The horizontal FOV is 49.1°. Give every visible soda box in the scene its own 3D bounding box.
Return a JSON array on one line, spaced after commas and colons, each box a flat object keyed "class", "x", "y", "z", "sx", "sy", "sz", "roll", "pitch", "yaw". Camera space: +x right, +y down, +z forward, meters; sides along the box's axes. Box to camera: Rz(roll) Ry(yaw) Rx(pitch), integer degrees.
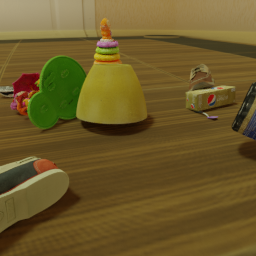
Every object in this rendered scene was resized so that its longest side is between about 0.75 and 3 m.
[{"class": "soda box", "x": 2.955, "y": -1.085, "z": 9.989, "sx": 1.876, "sy": 0.600, "sz": 0.635, "roll": -12, "pitch": 18, "yaw": -28}]

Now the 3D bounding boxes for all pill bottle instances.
[{"class": "pill bottle", "x": 3.613, "y": -0.065, "z": 6.222, "sx": 2.240, "sy": 1.253, "sz": 1.253, "roll": 26, "pitch": 31, "yaw": 18}]

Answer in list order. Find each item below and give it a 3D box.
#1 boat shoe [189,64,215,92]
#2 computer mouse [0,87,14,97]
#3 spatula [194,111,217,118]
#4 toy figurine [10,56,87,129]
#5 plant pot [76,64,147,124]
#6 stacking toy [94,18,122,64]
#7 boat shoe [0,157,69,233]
[{"class": "boat shoe", "x": 2.827, "y": -1.989, "z": 11.126, "sx": 1.023, "sy": 0.970, "sz": 2.701, "roll": -19, "pitch": 6, "yaw": 19}, {"class": "computer mouse", "x": -4.449, "y": -1.430, "z": 11.263, "sx": 1.511, "sy": 0.331, "sz": 0.828, "roll": 0, "pitch": 27, "yaw": -14}, {"class": "spatula", "x": 2.542, "y": -0.450, "z": 9.238, "sx": 0.271, "sy": 0.098, "sz": 0.958, "roll": -13, "pitch": 26, "yaw": -31}, {"class": "toy figurine", "x": -2.987, "y": -1.038, "z": 9.270, "sx": 2.425, "sy": 1.978, "sz": 2.635, "roll": 0, "pitch": 44, "yaw": 37}, {"class": "plant pot", "x": -0.481, "y": -1.127, "z": 8.440, "sx": 2.173, "sy": 1.543, "sz": 2.173, "roll": 1, "pitch": 16, "yaw": 0}, {"class": "stacking toy", "x": -0.966, "y": -3.583, "z": 13.024, "sx": 1.555, "sy": 2.834, "sz": 1.645, "roll": 4, "pitch": 24, "yaw": 9}, {"class": "boat shoe", "x": -2.282, "y": 1.144, "z": 4.347, "sx": 0.888, "sy": 1.010, "sz": 2.839, "roll": 27, "pitch": 30, "yaw": 33}]
